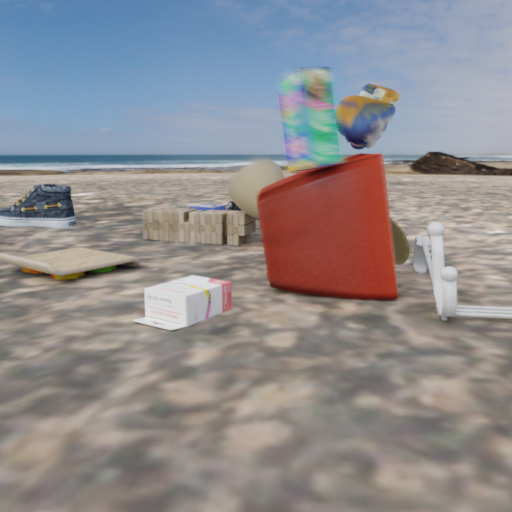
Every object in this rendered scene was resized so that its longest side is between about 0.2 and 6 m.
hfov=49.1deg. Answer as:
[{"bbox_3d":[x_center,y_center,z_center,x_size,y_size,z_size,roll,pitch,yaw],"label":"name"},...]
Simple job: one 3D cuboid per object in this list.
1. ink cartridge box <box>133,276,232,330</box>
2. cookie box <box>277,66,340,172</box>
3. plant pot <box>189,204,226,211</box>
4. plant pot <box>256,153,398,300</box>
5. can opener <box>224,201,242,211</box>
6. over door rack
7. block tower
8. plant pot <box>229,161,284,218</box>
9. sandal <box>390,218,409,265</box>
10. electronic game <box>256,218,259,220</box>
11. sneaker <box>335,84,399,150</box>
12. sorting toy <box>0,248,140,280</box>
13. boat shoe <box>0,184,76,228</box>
[{"bbox_3d":[-0.912,0.566,7.025,0.686,0.398,1.178,7,13,32],"label":"ink cartridge box"},{"bbox_3d":[0.702,-1.815,7.647,0.466,1.241,1.061,-10,6,-12],"label":"cookie box"},{"bbox_3d":[-1.194,-0.875,13.708,0.834,0.750,0.834,5,13,24],"label":"plant pot"},{"bbox_3d":[0.974,-0.411,8.494,1.771,2.009,2.008,-8,10,4],"label":"plant pot"},{"bbox_3d":[-1.085,-1.361,17.312,1.649,0.648,0.523,5,50,38],"label":"can opener"},{"bbox_3d":[3.624,0.043,7.886,2.517,1.135,3.407,3,11,10],"label":"over door rack"},{"bbox_3d":[-1.370,-0.691,12.801,2.651,0.716,0.766,4,10,22],"label":"block tower"},{"bbox_3d":[0.152,-1.269,11.875,1.250,1.250,0.839,-6,51,-30],"label":"plant pot"},{"bbox_3d":[2.204,-0.581,9.949,0.578,1.577,0.519,-43,-4,30],"label":"sandal"},{"bbox_3d":[1.181,-1.034,15.094,2.490,0.518,2.490,4,9,-1],"label":"electronic game"},{"bbox_3d":[1.682,-1.973,8.542,0.773,0.905,2.054,25,32,17],"label":"sneaker"},{"bbox_3d":[-3.208,0.134,9.685,1.668,0.329,1.802,8,9,37],"label":"sorting toy"},{"bbox_3d":[-6.169,-1.416,15.409,2.568,1.166,0.909,2,11,11],"label":"boat shoe"}]
